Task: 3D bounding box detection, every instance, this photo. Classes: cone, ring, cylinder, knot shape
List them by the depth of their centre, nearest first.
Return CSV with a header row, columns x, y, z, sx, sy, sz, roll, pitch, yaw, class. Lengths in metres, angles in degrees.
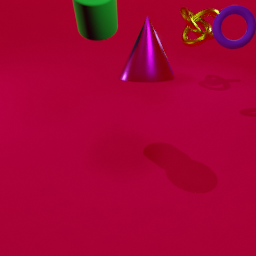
x,y,z,sx,sy,sz,roll,pitch,yaw,class
0.396,-1.643,5.778,1.243,1.247,1.243,0,17,0,cone
-0.692,-2.533,6.063,0.904,0.904,0.904,0,57,0,cylinder
3.178,-3.011,8.384,1.274,1.274,0.255,2,7,3,ring
2.820,-3.913,10.682,1.656,0.818,1.770,-9,75,-11,knot shape
